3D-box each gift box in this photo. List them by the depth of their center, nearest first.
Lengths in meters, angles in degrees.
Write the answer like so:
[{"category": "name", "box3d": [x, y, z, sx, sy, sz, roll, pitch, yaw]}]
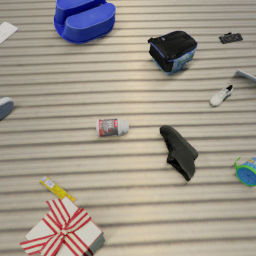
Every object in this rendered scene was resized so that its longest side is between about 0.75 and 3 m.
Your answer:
[{"category": "gift box", "box3d": [-1.750, 2.938, 7.562, 1.772, 1.655, 1.635, 33, 64, 17]}]

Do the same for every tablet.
[{"category": "tablet", "box3d": [-5.808, -4.323, 12.812, 0.892, 0.094, 1.371, 29, 63, 16]}]

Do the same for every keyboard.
[{"category": "keyboard", "box3d": [5.550, -1.646, 10.873, 2.876, 0.810, 0.153, 31, 103, 17]}, {"category": "keyboard", "box3d": [4.631, -4.127, 12.676, 1.023, 0.131, 0.614, -12, 60, -8]}]

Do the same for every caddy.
[{"category": "caddy", "box3d": [-1.881, -4.980, 12.437, 2.871, 1.507, 2.029, -27, 86, -16]}]

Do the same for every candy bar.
[{"category": "candy bar", "box3d": [-2.291, 1.994, 9.001, 1.394, 0.154, 0.348, 32, 61, 18]}]

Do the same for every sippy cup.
[{"category": "sippy cup", "box3d": [4.033, 1.360, 9.079, 0.749, 0.802, 1.022, -37, 98, -31]}]

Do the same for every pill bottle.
[{"category": "pill bottle", "box3d": [-0.546, -0.021, 9.928, 1.127, 0.624, 0.624, -3, 59, -2]}]

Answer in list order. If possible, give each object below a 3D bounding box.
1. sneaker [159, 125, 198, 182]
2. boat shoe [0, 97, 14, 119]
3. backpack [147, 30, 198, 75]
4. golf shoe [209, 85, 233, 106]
[{"category": "sneaker", "box3d": [1.586, 0.792, 9.401, 1.974, 0.593, 1.029, 43, 58, 17]}, {"category": "boat shoe", "box3d": [-5.265, -0.516, 10.111, 2.236, 0.806, 0.793, -39, 70, -18]}, {"category": "backpack", "box3d": [1.843, -3.103, 11.404, 1.682, 1.236, 1.539, -29, 64, -15]}, {"category": "golf shoe", "box3d": [3.585, -1.289, 10.734, 1.144, 0.556, 0.448, -38, 67, -19]}]
